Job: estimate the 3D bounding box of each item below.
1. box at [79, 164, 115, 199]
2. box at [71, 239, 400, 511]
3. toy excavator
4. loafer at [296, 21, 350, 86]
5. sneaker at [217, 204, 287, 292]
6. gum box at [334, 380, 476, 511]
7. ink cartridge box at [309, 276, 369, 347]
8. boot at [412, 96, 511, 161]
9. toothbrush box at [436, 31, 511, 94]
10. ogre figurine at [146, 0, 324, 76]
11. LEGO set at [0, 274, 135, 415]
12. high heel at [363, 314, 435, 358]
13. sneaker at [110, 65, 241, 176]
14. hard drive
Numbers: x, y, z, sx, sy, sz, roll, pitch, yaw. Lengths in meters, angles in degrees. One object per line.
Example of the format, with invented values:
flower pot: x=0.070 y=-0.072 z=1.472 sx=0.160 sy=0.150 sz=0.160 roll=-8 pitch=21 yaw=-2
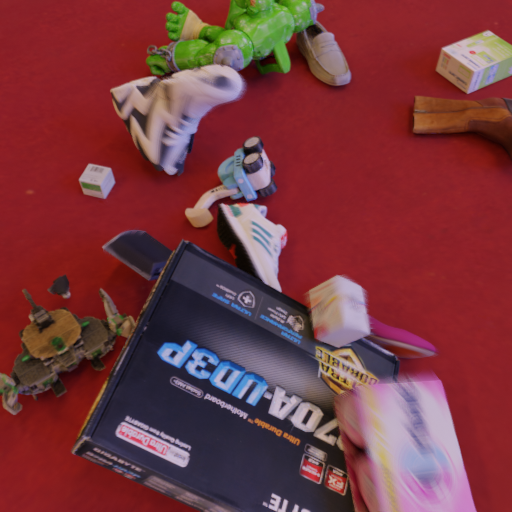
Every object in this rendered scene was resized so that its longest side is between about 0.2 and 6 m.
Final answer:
box: x=-3.252 y=-1.524 z=11.454 sx=0.503 sy=0.433 sz=0.506 roll=13 pitch=55 yaw=9
box: x=-0.021 y=1.932 z=7.556 sx=3.803 sy=0.875 sz=3.023 roll=30 pitch=53 yaw=-10
toy excavator: x=-0.519 y=-1.385 z=11.168 sx=1.719 sy=0.858 sz=1.671 roll=-18 pitch=41 yaw=17
loafer: x=1.643 y=-5.119 z=13.962 sx=0.838 sy=0.836 sz=2.396 roll=-19 pitch=55 yaw=-14
sneaker: x=0.154 y=-0.126 z=10.025 sx=1.161 sy=0.875 sz=2.484 roll=-10 pitch=46 yaw=-20
gum box: x=1.879 y=2.754 z=7.003 sx=1.255 sy=0.731 sz=2.211 roll=1 pitch=64 yaw=-20
ink cartridge box: x=1.156 y=0.781 z=7.867 sx=0.559 sy=0.562 sz=0.773 roll=25 pitch=47 yaw=-36
boot: x=4.657 y=-2.824 z=12.228 sx=2.386 sy=0.817 sz=2.247 roll=5 pitch=53 yaw=4
toothbrush box: x=5.467 y=-4.790 z=13.816 sx=1.573 sy=0.677 sz=1.146 roll=-25 pitch=56 yaw=-16
ogre figurine: x=-0.262 y=-5.573 z=13.658 sx=4.408 sy=2.162 sz=2.642 roll=-23 pitch=36 yaw=-34
LEGO set: x=-3.629 y=1.472 z=8.980 sx=3.811 sy=1.080 sz=2.475 roll=6 pitch=44 yaw=23
high heel: x=1.997 y=1.031 z=9.304 sx=2.020 sy=0.681 sz=0.971 roll=15 pitch=63 yaw=15
sneaker: x=-1.433 y=-2.579 z=11.181 sx=3.062 sy=1.993 sz=1.222 roll=0 pitch=30 yaw=29
hard drive: x=-1.900 y=-0.050 z=9.599 sx=1.040 sy=1.542 sz=0.326 roll=35 pitch=99 yaw=3
